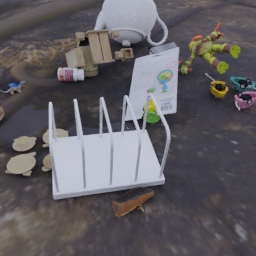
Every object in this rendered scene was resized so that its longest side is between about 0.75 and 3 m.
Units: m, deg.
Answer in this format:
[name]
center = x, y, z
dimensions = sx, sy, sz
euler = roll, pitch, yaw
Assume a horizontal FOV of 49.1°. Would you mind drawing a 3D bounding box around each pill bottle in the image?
[pill bottle]
center = -2.092, -1.966, 10.300
dimensions = 0.879, 0.481, 0.481
euler = 3, 38, 4

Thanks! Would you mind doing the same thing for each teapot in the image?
[teapot]
center = 0.072, -4.706, 12.753
dimensions = 2.690, 1.965, 2.655
euler = 3, -1, 34

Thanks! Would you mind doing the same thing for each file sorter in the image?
[file sorter]
center = -0.511, 0.283, 6.325
dimensions = 2.485, 1.547, 1.724
euler = -6, 42, -11

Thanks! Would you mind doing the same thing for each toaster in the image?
[toaster]
center = 1.347, -2.561, 10.551
dimensions = 1.162, 1.051, 0.689
euler = -16, 41, -10

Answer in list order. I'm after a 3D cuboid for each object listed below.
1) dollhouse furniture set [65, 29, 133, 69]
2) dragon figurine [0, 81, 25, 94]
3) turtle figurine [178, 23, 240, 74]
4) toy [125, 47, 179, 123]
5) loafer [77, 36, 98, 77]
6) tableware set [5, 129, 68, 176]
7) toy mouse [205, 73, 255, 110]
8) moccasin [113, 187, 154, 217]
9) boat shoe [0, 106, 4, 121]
[dollhouse furniture set]
center = -1.148, -3.066, 10.946
dimensions = 2.409, 1.248, 1.066
euler = -16, 9, -29
[dragon figurine]
center = -3.983, -1.392, 9.730
dimensions = 0.917, 0.270, 0.456
euler = -21, 42, -26
[turtle figurine]
center = 3.029, -2.985, 10.464
dimensions = 2.707, 0.872, 2.183
euler = -43, 41, -4
[toy]
center = 0.889, -1.305, 8.970
dimensions = 1.595, 0.654, 2.770
euler = -9, 49, 25
[loafer]
center = -1.681, -2.845, 11.012
dimensions = 0.812, 0.720, 2.135
euler = -12, 54, -13
[tableware set]
center = -2.280, 0.586, 7.221
dimensions = 1.473, 0.205, 1.764
euler = -5, 37, -9
[toy mouse]
center = 3.759, -1.161, 9.298
dimensions = 1.941, 0.423, 2.184
euler = -1, 38, -1
[moccasin]
center = 0.141, 1.533, 5.829
dimensions = 0.397, 0.419, 1.087
euler = 10, 17, 37
[boat shoe]
center = -4.624, -0.300, 7.905
dimensions = 2.095, 0.752, 0.793
euler = -19, 41, -23
